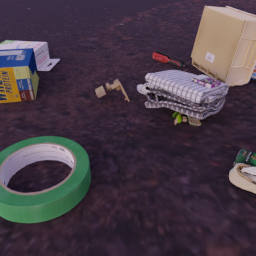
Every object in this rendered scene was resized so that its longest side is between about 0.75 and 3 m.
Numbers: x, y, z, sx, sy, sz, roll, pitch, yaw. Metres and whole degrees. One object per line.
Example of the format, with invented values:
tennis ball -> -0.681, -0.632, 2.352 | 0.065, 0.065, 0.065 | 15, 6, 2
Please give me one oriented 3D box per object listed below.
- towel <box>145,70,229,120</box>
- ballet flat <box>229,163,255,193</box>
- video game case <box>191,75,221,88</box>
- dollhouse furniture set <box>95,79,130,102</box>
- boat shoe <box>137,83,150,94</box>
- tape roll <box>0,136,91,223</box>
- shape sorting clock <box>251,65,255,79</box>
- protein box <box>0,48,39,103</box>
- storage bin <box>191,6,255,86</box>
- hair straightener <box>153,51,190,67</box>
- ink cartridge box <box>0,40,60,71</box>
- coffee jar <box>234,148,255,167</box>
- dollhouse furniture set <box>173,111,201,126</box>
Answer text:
towel -> 1.949, -1.095, 9.235 | 2.097, 1.084, 2.533 | 24, 26, 28
ballet flat -> 3.348, 1.333, 6.334 | 2.071, 0.719, 0.719 | 19, 39, 25
video game case -> 2.441, -1.461, 8.734 | 0.691, 0.136, 0.762 | 30, 31, 30
dollhouse furniture set -> -0.580, -1.203, 10.233 | 0.929, 0.757, 0.883 | -29, 25, 1
boat shoe -> 0.726, -1.506, 10.584 | 0.433, 0.499, 1.172 | -17, 38, -23
tape roll -> -2.117, 1.118, 6.731 | 2.404, 0.578, 2.404 | 0, 35, 0
shape sorting clock -> 5.798, -2.411, 12.018 | 1.827, 0.358, 1.827 | 0, 35, 0
protein box -> -4.558, -2.007, 10.546 | 2.006, 1.353, 1.991 | -6, 35, -9
storage bin -> 4.028, -3.406, 11.505 | 1.235, 2.616, 2.635 | -5, 34, -23
hair straightener -> 2.127, -3.292, 13.259 | 1.903, 0.389, 0.732 | 24, 41, 30
ink cartridge box -> -4.671, -3.357, 12.904 | 2.646, 0.891, 1.550 | 5, 35, 7
coffee jar -> 3.305, 0.967, 7.023 | 1.142, 0.487, 0.595 | 22, 40, 27
dollhouse furniture set -> 1.900, -0.264, 9.089 | 0.779, 0.391, 0.510 | 11, 54, -15
